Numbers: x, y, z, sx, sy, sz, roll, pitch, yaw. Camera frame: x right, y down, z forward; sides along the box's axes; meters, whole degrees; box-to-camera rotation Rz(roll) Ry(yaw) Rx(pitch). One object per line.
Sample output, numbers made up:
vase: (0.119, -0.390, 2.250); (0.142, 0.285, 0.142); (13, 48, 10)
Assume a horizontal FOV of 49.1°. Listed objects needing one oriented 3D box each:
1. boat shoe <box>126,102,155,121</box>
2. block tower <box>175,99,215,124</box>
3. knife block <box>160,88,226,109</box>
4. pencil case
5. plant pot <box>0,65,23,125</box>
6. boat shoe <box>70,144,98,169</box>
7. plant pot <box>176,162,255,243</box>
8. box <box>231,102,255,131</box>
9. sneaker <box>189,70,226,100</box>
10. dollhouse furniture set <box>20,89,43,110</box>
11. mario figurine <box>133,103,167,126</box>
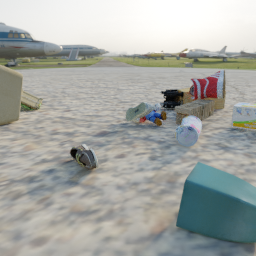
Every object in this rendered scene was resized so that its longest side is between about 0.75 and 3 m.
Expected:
boat shoe: (0.434, -0.558, 10.192); (0.518, 0.507, 1.454); (5, -15, -31)
block tower: (2.759, -0.675, 11.443); (0.677, 0.724, 2.506); (11, 17, 35)
knife block: (3.001, -1.362, 13.557); (2.767, 0.885, 2.429); (12, 20, 35)
pencil case: (1.911, 0.069, 8.757); (0.708, 0.648, 1.560); (24, 21, 14)
plant pot: (-5.572, -1.418, 10.872); (2.414, 2.727, 2.724); (2, 12, -34)
boat shoe: (-1.079, 0.711, 6.811); (0.406, 0.490, 1.364); (-11, 14, -22)
plant pot: (1.512, 1.212, 4.407); (1.198, 0.846, 0.847); (15, 20, 23)
box: (4.700, -0.389, 10.108); (1.619, 0.821, 0.911); (10, 18, 32)
sneaker: (3.746, -2.048, 13.147); (1.573, 0.996, 2.797); (-1, 22, 21)
dollhouse furniture set: (-5.627, -1.242, 13.725); (2.517, 1.263, 1.649); (26, 16, -16)
mario figurine: (0.735, -0.580, 10.915); (0.921, 0.791, 1.491); (-13, 21, -40)
